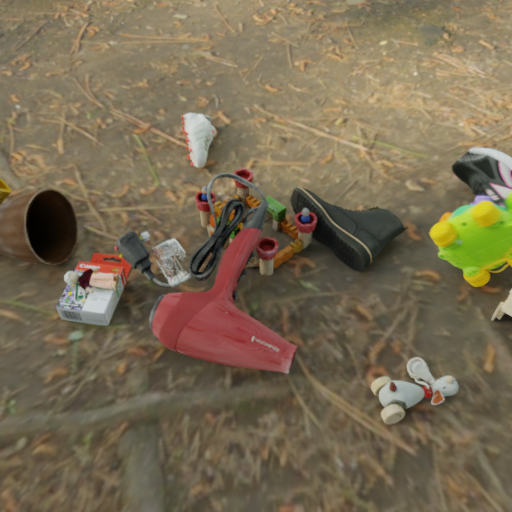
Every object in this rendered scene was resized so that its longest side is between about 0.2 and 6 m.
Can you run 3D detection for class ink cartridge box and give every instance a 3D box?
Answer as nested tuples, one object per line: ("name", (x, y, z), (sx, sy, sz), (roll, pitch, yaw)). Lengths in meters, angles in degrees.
("ink cartridge box", (-3.043, 0.496, 10.785), (0.932, 0.430, 1.710), (7, 48, 6))

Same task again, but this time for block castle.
("block castle", (-0.056, -0.816, 11.567), (1.550, 1.089, 2.320), (-34, 56, -27))

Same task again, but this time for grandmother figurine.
("grandmother figurine", (-3.057, 0.430, 10.392), (0.976, 0.296, 0.592), (4, 37, -2))

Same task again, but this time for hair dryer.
("hair dryer", (-0.589, 0.433, 9.878), (2.997, 1.069, 3.935), (-31, 72, -3))

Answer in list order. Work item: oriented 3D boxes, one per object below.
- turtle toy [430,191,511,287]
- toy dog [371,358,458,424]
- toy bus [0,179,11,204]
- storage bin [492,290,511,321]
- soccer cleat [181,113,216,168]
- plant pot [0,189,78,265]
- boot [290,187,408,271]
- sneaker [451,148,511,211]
("turtle toy", (4.436, -0.519, 10.564), (2.223, 1.620, 1.124), (-31, 26, 32))
("toy dog", (2.571, 2.120, 9.090), (1.470, 0.708, 0.970), (-28, 53, -23))
("toy bus", (-6.260, -0.834, 11.353), (1.340, 2.594, 2.448), (44, 47, -3))
("storage bin", (6.040, 0.891, 9.918), (2.576, 1.207, 2.558), (35, 57, 28))
("soccer cleat", (-1.359, -2.926, 13.823), (0.807, 0.721, 2.081), (-6, 44, -9))
("plant pot", (-4.699, -0.541, 11.225), (1.592, 1.488, 1.488), (-2, 45, 21))
("boot", (1.918, -0.834, 11.721), (1.517, 0.850, 2.194), (-34, 73, -25))
("sneaker", (5.250, -1.183, 11.849), (1.226, 1.141, 2.840), (-38, 59, -16))
